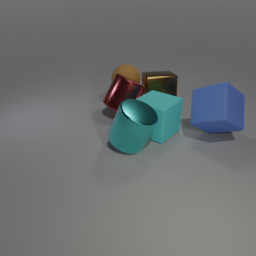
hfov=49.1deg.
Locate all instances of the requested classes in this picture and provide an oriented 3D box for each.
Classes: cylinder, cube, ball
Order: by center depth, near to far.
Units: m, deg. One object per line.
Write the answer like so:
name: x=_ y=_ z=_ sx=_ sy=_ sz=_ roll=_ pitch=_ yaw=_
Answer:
cylinder: x=0.159 y=-0.061 z=9.788 sx=1.400 sy=1.400 sz=1.400 roll=16 pitch=36 yaw=-12
cube: x=3.304 y=-0.685 z=10.314 sx=1.400 sy=1.400 sz=1.400 roll=20 pitch=-19 yaw=-41
cube: x=1.117 y=-0.472 z=10.845 sx=1.400 sy=1.400 sz=1.400 roll=21 pitch=35 yaw=32
cylinder: x=-0.181 y=-1.442 z=12.110 sx=1.400 sy=1.400 sz=1.400 roll=27 pitch=13 yaw=-7
cube: x=1.438 y=-1.832 z=13.041 sx=1.400 sy=1.400 sz=1.400 roll=-5 pitch=22 yaw=-5
ball: x=-0.108 y=-2.384 z=13.605 sx=1.400 sy=1.400 sz=1.400 roll=0 pitch=30 yaw=0
